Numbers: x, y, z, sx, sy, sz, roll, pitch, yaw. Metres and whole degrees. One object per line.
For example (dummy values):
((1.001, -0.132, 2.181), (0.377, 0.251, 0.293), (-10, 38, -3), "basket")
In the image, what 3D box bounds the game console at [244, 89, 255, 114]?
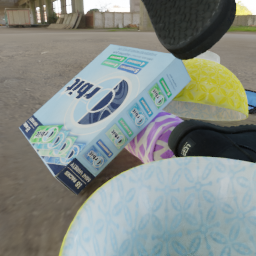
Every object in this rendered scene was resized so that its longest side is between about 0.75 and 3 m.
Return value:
((3.733, -0.858, 8.842), (0.799, 0.529, 0.908), (-17, 27, -35), "game console")

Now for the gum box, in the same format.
((-0.628, -0.455, 5.688), (2.930, 0.653, 2.490), (-45, 37, -11), "gum box")

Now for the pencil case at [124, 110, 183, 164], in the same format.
((0.281, -0.043, 6.111), (1.175, 1.154, 2.749), (-1, 22, -29), "pencil case")

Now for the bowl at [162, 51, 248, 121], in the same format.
((1.646, -1.078, 6.907), (2.612, 1.406, 2.612), (10, -4, 1), "bowl")

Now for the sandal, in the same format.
((0.589, -1.715, 3.369), (0.629, 0.987, 2.627), (26, 44, -38), "sandal")

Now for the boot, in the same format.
((2.031, 0.820, 4.281), (2.508, 0.958, 2.107), (9, 30, -30), "boot")

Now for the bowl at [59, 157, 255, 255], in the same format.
((0.831, 1.455, 1.924), (2.642, 1.421, 2.642), (6, 24, -2), "bowl")
